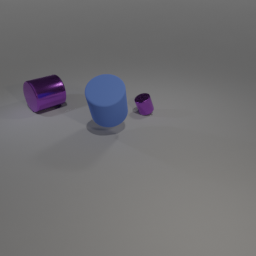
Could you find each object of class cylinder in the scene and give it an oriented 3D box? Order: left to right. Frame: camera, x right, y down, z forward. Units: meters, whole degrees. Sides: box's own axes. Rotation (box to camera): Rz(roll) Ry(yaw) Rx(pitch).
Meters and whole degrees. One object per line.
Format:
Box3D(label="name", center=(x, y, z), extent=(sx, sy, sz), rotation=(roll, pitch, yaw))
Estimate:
Box3D(label="cylinder", center=(-3.711, -1.559, 12.496), extent=(1.400, 1.400, 1.400), rotation=(-24, 37, -36))
Box3D(label="cylinder", center=(-0.739, -0.957, 10.049), extent=(1.400, 1.400, 1.400), rotation=(-2, 59, 3))
Box3D(label="cylinder", center=(0.702, -1.030, 12.083), extent=(0.700, 0.700, 0.700), rotation=(-14, 38, 12))
